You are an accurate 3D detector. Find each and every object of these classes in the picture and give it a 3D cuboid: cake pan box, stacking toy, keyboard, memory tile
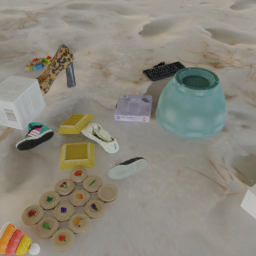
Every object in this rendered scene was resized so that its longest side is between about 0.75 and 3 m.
[{"bbox_3d":[0.217,-0.837,11.474,1.480,0.387,1.363,2,42,7],"label":"cake pan box"},{"bbox_3d":[-2.825,3.009,7.287,1.124,0.821,0.821,22,43,-4],"label":"stacking toy"},{"bbox_3d":[1.814,-2.997,14.199,2.168,0.278,1.302,-18,45,-20],"label":"keyboard"},{"bbox_3d":[-1.671,2.270,8.330,1.917,0.210,2.501,27,48,27],"label":"memory tile"}]

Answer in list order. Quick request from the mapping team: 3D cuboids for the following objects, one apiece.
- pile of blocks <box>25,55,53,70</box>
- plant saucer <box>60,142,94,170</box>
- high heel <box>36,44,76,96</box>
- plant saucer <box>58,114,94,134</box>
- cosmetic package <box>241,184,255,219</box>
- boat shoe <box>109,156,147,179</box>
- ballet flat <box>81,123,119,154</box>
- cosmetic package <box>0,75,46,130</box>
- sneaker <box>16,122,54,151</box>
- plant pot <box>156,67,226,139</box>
[{"bbox_3d":[-4.541,-3.391,14.464,1.576,0.490,0.647,-25,47,-25],"label":"pile of blocks"},{"bbox_3d":[-1.781,0.896,9.819,1.167,0.283,1.167,-4,41,-4],"label":"plant saucer"},{"bbox_3d":[-3.790,-2.503,12.245,2.960,2.110,1.057,-18,45,-19],"label":"high heel"},{"bbox_3d":[-2.039,-0.221,10.781,1.137,0.276,1.137,1,36,34],"label":"plant saucer"},{"bbox_3d":[4.202,1.894,8.254,1.637,0.881,0.695,-24,47,-26],"label":"cosmetic package"},{"bbox_3d":[-0.023,1.253,8.902,1.254,0.474,0.378,-14,21,-7],"label":"boat shoe"},{"bbox_3d":[-1.054,0.198,10.331,0.684,0.684,1.970,-32,50,-30],"label":"ballet flat"},{"bbox_3d":[-4.413,-1.036,11.109,1.370,1.378,1.647,10,42,18],"label":"cosmetic package"},{"bbox_3d":[-3.566,0.234,10.301,1.424,0.596,0.860,-27,53,-37],"label":"sneaker"},{"bbox_3d":[2.548,-1.189,10.965,2.797,1.874,2.797,0,41,0],"label":"plant pot"}]
